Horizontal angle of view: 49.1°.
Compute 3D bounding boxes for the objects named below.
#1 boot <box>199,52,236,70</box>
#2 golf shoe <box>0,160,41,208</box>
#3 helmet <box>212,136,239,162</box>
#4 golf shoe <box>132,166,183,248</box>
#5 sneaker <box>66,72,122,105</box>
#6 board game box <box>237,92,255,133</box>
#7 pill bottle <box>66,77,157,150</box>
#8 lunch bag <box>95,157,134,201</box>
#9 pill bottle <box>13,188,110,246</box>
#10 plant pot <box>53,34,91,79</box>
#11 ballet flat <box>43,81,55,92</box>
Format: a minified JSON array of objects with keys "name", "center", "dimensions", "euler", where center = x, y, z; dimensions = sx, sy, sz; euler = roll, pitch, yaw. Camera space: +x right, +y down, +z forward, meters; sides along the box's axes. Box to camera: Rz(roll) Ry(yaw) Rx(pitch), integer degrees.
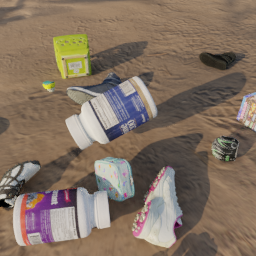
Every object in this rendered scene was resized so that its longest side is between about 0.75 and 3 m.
[{"name":"boot","center":[4.745,-3.727,14.865],"dimensions":[1.660,0.625,1.241],"euler":[33,56,19]},{"name":"golf shoe","center":[-3.408,1.793,8.238],"dimensions":[2.173,0.845,1.027],"euler":[-33,67,-31]},{"name":"helmet","center":[3.237,0.697,9.412],"dimensions":[0.834,0.875,0.875],"euler":[13,41,21]},{"name":"golf shoe","center":[1.001,2.139,7.766],"dimensions":[1.161,0.956,2.538],"euler":[31,42,1]},{"name":"sneaker","center":[-1.330,-1.726,12.142],"dimensions":[2.345,0.892,1.694],"euler":[12,51,0]},{"name":"board game box","center":[4.994,-0.498,10.610],"dimensions":[0.674,1.110,1.392],"euler":[-18,43,-22]},{"name":"pill bottle","center":[-0.521,-0.395,8.641],"dimensions":[2.574,1.429,1.429],"euler":[-28,44,-3]},{"name":"lunch bag","center":[-0.390,1.391,7.938],"dimensions":[0.554,1.152,1.437],"euler":[-10,5,-34]},{"name":"pill bottle","center":[-1.621,2.214,7.203],"dimensions":[2.256,1.257,1.257],"euler":[-5,40,-7]},{"name":"plant pot","center":[-2.665,-3.442,13.788],"dimensions":[1.710,1.702,1.552],"euler":[-9,46,-11]},{"name":"ballet flat","center":[-2.886,-1.523,10.351],"dimensions":[0.395,0.396,1.182],"euler":[-23,19,-20]}]
